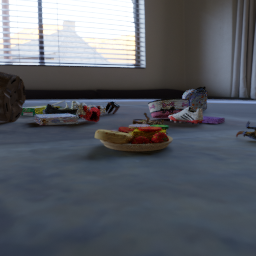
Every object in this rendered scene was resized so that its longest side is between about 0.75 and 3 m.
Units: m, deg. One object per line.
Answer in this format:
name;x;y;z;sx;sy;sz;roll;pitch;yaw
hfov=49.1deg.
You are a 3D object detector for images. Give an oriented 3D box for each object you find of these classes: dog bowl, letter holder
dog bowl;2.037;-0.942;14.048;2.041;0.753;2.041;-2;-5;0
letter holder;-1.079;-1.161;17.942;0.616;0.870;1.224;33;12;3

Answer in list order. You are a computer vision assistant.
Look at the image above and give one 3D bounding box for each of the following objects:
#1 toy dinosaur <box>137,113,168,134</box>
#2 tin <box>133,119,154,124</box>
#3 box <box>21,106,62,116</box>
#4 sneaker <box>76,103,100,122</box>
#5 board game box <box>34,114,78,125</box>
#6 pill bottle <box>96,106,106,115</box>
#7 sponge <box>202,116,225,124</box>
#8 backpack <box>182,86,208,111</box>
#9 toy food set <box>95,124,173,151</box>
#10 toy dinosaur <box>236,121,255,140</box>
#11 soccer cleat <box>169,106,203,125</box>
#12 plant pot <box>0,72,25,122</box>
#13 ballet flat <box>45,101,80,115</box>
toy dinosaur;0.785;-0.043;9.757;1.211;0.520;0.821;15;-27;-4
tin;0.699;-0.146;10.977;0.764;0.286;1.365;-5;11;-26
box;-5.226;-1.072;17.156;1.336;0.551;2.277;4;11;31
sneaker;-1.704;-0.573;13.158;0.919;0.834;2.165;32;8;12
board game box;-3.305;-0.414;12.831;1.669;0.343;1.665;-4;8;-25
pill bottle;-1.847;-1.033;16.638;1.018;0.575;0.575;-2;8;-9
sponge;3.626;-0.404;13.222;1.590;0.237;0.887;6;10;38
backpack;4.773;-1.938;19.992;1.728;1.814;1.398;-3;21;2
toy food set;0.192;0.216;7.537;2.013;0.490;1.993;1;7;9
toy dinosaur;3.974;0.140;8.243;1.049;0.607;1.155;18;-4;-2
soccer cleat;2.612;-0.605;12.678;0.621;0.771;1.809;-6;10;-40
plant pot;-6.558;-1.529;12.945;2.895;2.925;2.925;8;8;1
ballet flat;-3.242;-1.049;15.523;2.635;0.901;0.896;-3;12;-25
